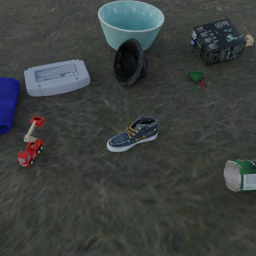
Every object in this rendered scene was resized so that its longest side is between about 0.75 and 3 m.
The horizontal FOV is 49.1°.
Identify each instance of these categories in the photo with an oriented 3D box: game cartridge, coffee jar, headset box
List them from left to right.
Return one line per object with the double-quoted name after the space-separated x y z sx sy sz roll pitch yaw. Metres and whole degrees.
-2.659 -1.884 10.552 2.306 0.471 1.535 -14 44 -13 "game cartridge"
3.738 -3.572 11.557 1.782 0.827 1.552 -18 60 -7 "headset box"
3.462 1.179 7.015 1.843 0.961 0.786 0 90 -6 "coffee jar"

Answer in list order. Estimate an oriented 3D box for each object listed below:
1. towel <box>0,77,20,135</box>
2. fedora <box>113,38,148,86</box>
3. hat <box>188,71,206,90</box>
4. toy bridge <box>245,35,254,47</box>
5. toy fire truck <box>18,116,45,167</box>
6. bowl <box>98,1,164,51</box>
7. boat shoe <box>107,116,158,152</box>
-4.692 -0.734 9.360 1.884 0.632 2.552 -1 45 -10 "towel"
0.227 -2.414 10.562 0.846 1.853 1.853 7 37 -38 "fedora"
2.603 -1.796 10.704 0.646 0.687 0.780 1 8 3 "hat"
4.311 -3.657 12.316 2.481 0.338 0.834 -6 48 -4 "toy bridge"
-2.750 0.374 8.020 0.309 0.894 1.268 12 47 12 "toy fire truck"
0.094 -4.181 11.992 2.725 1.425 2.725 3 46 -3 "bowl"
0.132 0.125 8.360 1.649 0.749 0.583 -19 49 -17 "boat shoe"
